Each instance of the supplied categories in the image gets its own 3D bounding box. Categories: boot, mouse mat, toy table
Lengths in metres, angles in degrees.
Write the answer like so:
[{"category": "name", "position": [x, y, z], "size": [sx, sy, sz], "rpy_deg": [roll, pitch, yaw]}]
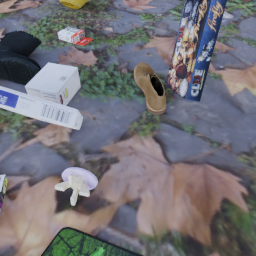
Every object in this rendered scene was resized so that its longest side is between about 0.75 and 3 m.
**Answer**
[{"category": "boot", "position": [-4.079, -2.759, 10.658], "size": [2.824, 1.045, 2.314], "rpy_deg": [8, 46, 16]}, {"category": "mouse mat", "position": [-0.961, 3.012, 4.897], "size": [2.129, 0.100, 2.646], "rpy_deg": [14, 34, 18]}, {"category": "toy table", "position": [-1.238, 1.342, 6.640], "size": [0.922, 0.847, 0.540], "rpy_deg": [-2, 25, 19]}, {"category": "boot", "position": [0.789, -1.605, 9.407], "size": [0.887, 0.909, 2.410], "rpy_deg": [-9, 49, -10]}]

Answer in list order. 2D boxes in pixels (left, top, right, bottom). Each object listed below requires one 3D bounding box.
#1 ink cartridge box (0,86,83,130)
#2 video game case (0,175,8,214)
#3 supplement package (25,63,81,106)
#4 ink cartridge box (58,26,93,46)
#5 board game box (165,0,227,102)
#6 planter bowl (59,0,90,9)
[{"category": "ink cartridge box", "position": [-2.345, -0.475, 7.259], "size": [2.324, 2.328, 0.473], "rpy_deg": [17, 87, -4]}, {"category": "video game case", "position": [-3.693, 1.756, 6.517], "size": [1.495, 0.268, 1.355], "rpy_deg": [-5, 44, -6]}, {"category": "supplement package", "position": [-2.447, -1.394, 9.375], "size": [1.153, 0.821, 1.481], "rpy_deg": [12, 46, 13]}, {"category": "ink cartridge box", "position": [-2.350, -4.120, 12.541], "size": [1.388, 0.350, 0.756], "rpy_deg": [22, 48, 23]}, {"category": "board game box", "position": [1.707, -2.141, 7.423], "size": [0.439, 2.535, 1.717], "rpy_deg": [7, 18, -13]}, {"category": "planter bowl", "position": [-2.971, -6.904, 14.733], "size": [2.199, 0.916, 2.199], "rpy_deg": [15, 6, -2]}]
